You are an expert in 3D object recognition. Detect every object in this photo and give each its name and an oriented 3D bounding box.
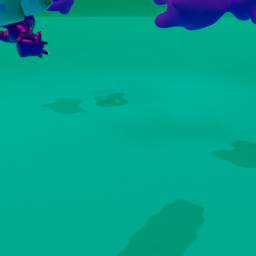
[{"bbox_3d":[1.406,-2.066,4.605,1.602,0.880,1.577,-14,15,-34],"label":"cow figurine"},{"bbox_3d":[-2.879,-2.698,7.863,1.590,0.887,1.616,15,51,-4],"label":"cow figurine"},{"bbox_3d":[-1.282,-1.799,2.406,0.312,1.686,1.686,3,21,34],"label":"gear"},{"bbox_3d":[-2.106,-3.776,7.943,1.587,0.733,1.485,18,37,-46],"label":"knot shape"}]
